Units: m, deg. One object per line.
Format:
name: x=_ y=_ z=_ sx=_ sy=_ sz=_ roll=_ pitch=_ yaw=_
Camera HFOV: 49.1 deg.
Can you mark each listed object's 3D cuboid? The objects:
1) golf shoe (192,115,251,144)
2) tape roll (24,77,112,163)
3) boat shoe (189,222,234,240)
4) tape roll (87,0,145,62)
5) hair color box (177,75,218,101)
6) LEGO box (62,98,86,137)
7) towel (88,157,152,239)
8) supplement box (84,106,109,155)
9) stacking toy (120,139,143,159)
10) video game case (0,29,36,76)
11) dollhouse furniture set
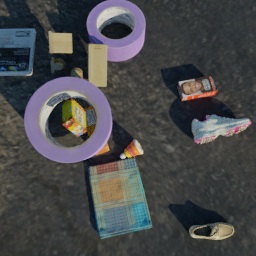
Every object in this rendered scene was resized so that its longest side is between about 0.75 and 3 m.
golf shoe: x=3.592 y=-0.152 z=10.903 sx=2.328 sy=0.877 sz=1.065 roll=-14 pitch=69 yaw=-6
tape roll: x=-1.996 y=-0.246 z=9.817 sx=2.883 sy=1.225 sz=2.883 roll=0 pitch=85 yaw=-3
boat shoe: x=2.974 y=3.631 z=9.838 sx=1.583 sy=0.514 sz=0.571 roll=-1 pitch=72 yaw=0
tape roll: x=-0.497 y=-4.206 z=12.094 sx=2.461 sy=1.045 sz=2.461 roll=0 pitch=71 yaw=-1
hair color box: x=2.849 y=-1.637 z=11.573 sx=1.460 sy=0.447 sz=0.741 roll=-12 pitch=74 yaw=-3
LEGO box: x=-1.760 y=-0.363 z=9.195 sx=0.395 sy=0.763 sz=1.024 roll=-28 pitch=45 yaw=17
towel: x=-0.347 y=2.525 z=10.321 sx=1.945 sy=0.288 sz=2.652 roll=-12 pitch=72 yaw=-5
supplement box: x=-1.294 y=0.085 z=10.922 sx=0.623 sy=0.603 sz=1.812 roll=-18 pitch=72 yaw=-3
stacking toy: x=0.074 y=0.901 z=10.777 sx=0.889 sy=0.649 sz=0.649 roll=-31 pitch=74 yaw=10
video game case: x=-5.345 y=-3.315 z=12.210 sx=2.472 sy=0.289 sz=2.247 roll=-1 pitch=72 yaw=-1
dollhouse furniture set: x=-2.083 y=-2.914 z=11.670 sx=2.187 sy=1.782 sz=2.080 roll=-2 pitch=110 yaw=-12
